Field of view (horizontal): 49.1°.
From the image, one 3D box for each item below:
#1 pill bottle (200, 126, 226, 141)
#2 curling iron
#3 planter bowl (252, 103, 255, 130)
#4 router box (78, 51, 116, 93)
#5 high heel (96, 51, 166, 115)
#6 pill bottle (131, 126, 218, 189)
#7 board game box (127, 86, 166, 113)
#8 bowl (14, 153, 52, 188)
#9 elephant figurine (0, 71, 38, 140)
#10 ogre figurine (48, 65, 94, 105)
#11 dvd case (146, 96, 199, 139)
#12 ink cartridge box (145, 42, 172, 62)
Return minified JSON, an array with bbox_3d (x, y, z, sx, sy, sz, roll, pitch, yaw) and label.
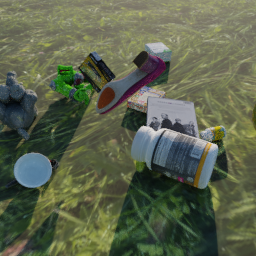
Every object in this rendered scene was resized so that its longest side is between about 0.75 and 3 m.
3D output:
[{"bbox_3d":[3.230,0.236,10.677,0.888,0.501,0.501,-10,38,-14],"label":"pill bottle"},{"bbox_3d":[-3.117,1.489,9.205,1.821,0.233,0.451,-23,33,-26],"label":"curling iron"},{"bbox_3d":[6.242,-0.270,10.364,2.891,1.204,2.891,-18,52,24],"label":"planter bowl"},{"bbox_3d":[-1.251,-2.205,11.145,1.325,1.042,0.346,51,43,-3],"label":"router box"},{"bbox_3d":[0.111,-1.243,8.930,1.243,2.586,0.872,15,40,-52],"label":"high heel"},{"bbox_3d":[1.476,0.859,9.056,2.526,1.470,1.470,18,40,23],"label":"pill bottle"},{"bbox_3d":[0.879,-1.310,12.845,1.200,0.367,1.584,21,42,25],"label":"board game box"},{"bbox_3d":[-3.038,1.415,8.935,1.140,0.512,1.140,10,58,-17],"label":"bowl"},{"bbox_3d":[-4.516,-1.044,11.512,1.906,2.090,2.694,27,2,-20],"label":"elephant figurine"},{"bbox_3d":[-2.455,-2.137,13.092,1.795,1.469,2.994,16,50,1],"label":"ogre figurine"},{"bbox_3d":[1.736,-0.293,11.202,2.042,0.336,2.717,9,40,-1],"label":"dvd case"},{"bbox_3d":[1.797,-4.575,16.940,1.141,0.687,1.570,-10,39,-14],"label":"ink cartridge box"}]
